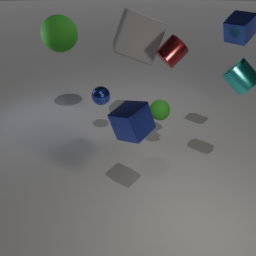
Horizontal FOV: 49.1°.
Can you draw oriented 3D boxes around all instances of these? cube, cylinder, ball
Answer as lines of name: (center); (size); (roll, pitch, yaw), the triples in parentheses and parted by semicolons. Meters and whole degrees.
cube: (0.094, -0.152, 6.367); (0.700, 0.700, 0.700); (8, 39, 43)
cylinder: (1.295, -2.242, 8.236); (0.700, 0.700, 0.700); (-45, 31, 8)
cube: (3.368, -3.018, 8.446); (0.700, 0.700, 0.700); (28, 65, 37)
ball: (-2.654, -3.651, 10.848); (1.400, 1.400, 1.400); (0, 28, 0)
ball: (1.070, -0.603, 9.435); (0.700, 0.700, 0.700); (0, 28, 0)
cube: (0.347, -3.189, 9.694); (1.400, 1.400, 1.400); (17, 23, -12)
ball: (-0.999, -1.190, 10.328); (0.700, 0.700, 0.700); (0, 28, 0)
cylinder: (2.942, -1.338, 7.295); (0.700, 0.700, 0.700); (48, 37, -2)
